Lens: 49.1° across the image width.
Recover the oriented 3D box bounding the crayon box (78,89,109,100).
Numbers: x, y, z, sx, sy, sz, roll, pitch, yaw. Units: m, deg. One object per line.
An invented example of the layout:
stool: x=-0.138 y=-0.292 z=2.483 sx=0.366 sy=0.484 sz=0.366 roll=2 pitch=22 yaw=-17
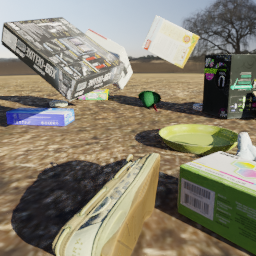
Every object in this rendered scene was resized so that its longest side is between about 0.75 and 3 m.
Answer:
crayon box: x=-2.250 y=-2.236 z=18.777 sx=1.868 sy=0.545 sz=1.612 roll=0 pitch=16 yaw=1

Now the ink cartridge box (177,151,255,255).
ink cartridge box: x=2.413 y=1.073 z=5.101 sx=2.516 sy=0.953 sz=1.859 roll=-12 pitch=19 yaw=-37

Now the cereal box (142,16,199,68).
cereal box: x=1.323 y=-2.714 z=8.855 sx=1.501 sy=1.080 sz=0.297 roll=28 pitch=24 yaw=3

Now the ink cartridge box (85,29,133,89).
ink cartridge box: x=-0.942 y=-2.904 z=12.236 sx=1.822 sy=1.058 sz=2.526 roll=32 pitch=-6 yaw=13

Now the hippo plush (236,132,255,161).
hippo plush: x=3.275 y=0.573 z=7.232 sx=0.875 sy=0.867 sz=1.088 roll=5 pitch=15 yaw=22

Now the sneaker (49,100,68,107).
sneaker: x=-3.918 y=-1.439 z=15.985 sx=1.050 sy=0.393 sz=0.444 roll=1 pitch=19 yaw=6

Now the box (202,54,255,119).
box: x=4.853 y=-2.014 z=13.236 sx=1.766 sy=2.842 sz=2.111 roll=-5 pitch=15 yaw=-17

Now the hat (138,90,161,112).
hat: x=1.121 y=-1.183 z=15.489 sx=1.312 sy=1.394 sz=1.584 roll=5 pitch=-24 yaw=10

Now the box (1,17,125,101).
box: x=-1.880 y=-2.228 z=8.397 sx=2.911 sy=0.724 sz=2.296 roll=39 pitch=39 yaw=14

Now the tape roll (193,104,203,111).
tape roll: x=4.111 y=-1.120 z=15.099 sx=1.183 sy=0.216 sz=1.183 roll=1 pitch=14 yaw=0

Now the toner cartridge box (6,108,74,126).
toner cartridge box: x=-3.725 y=-0.506 z=12.030 sx=2.548 sy=0.550 sz=1.210 roll=2 pitch=15 yaw=7

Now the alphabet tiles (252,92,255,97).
alphabet tiles: x=6.746 y=-1.209 z=12.643 sx=2.668 sy=0.101 sz=2.230 roll=-10 pitch=62 yaw=-35

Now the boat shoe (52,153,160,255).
boat shoe: x=-0.097 y=1.125 z=4.674 sx=0.915 sy=1.070 sz=2.918 roll=8 pitch=17 yaw=18

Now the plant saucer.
plant saucer: x=2.264 y=0.360 z=9.015 sx=2.539 sy=0.394 sz=2.539 roll=1 pitch=15 yaw=0
